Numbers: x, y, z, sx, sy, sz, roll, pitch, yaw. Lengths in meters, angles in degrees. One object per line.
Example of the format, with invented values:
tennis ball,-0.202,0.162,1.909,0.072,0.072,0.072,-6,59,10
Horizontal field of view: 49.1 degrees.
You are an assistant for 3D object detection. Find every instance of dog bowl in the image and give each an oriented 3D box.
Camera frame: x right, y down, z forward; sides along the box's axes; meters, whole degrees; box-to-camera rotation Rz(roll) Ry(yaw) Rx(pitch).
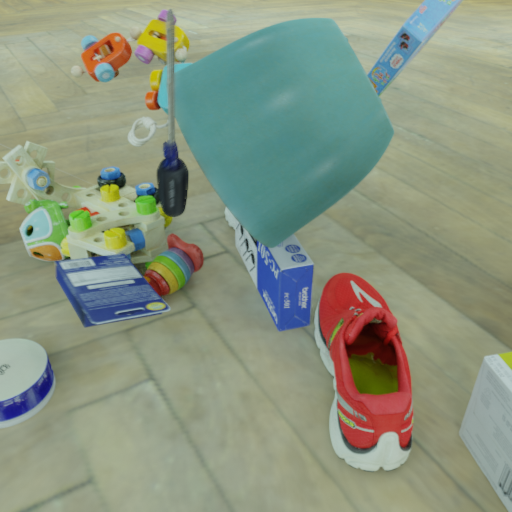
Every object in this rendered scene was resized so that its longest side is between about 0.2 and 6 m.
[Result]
dog bowl,-3.331,1.665,7.427,1.207,0.475,1.207,0,34,0

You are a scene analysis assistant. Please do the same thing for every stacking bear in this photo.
stacking bear,-1.531,0.335,9.237,0.759,0.711,1.251,26,52,26

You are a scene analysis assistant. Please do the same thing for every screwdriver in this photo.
screwdriver,-0.959,-1.404,6.051,0.384,2.636,0.368,22,52,16

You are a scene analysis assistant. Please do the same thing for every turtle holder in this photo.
turtle holder,-3.738,-0.513,10.039,0.914,1.287,0.977,-21,0,-18

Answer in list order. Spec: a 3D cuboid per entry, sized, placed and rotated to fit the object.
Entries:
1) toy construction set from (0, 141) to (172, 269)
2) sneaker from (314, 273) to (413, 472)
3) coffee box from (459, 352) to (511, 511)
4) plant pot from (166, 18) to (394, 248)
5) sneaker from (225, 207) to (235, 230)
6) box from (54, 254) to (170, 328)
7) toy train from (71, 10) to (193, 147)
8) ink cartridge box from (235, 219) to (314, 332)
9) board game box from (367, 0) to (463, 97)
toy construction set,-2.997,-0.720,10.081,2.435,1.711,3.713,-30,55,-36
sneaker,1.513,1.122,7.389,1.274,1.405,3.309,-1,34,-1
coffee box,3.323,1.947,6.187,1.365,1.380,1.378,-7,35,-10
plant pot,0.501,-1.876,7.741,2.251,2.805,2.805,-30,31,15
sneaker,-0.005,-1.675,11.668,1.237,1.304,3.239,2,36,0
box,-1.906,0.472,7.306,1.020,0.273,1.684,-7,28,-32
toy train,-1.847,-2.970,9.475,2.012,0.745,2.679,-36,65,5
ink cartridge box,0.228,-0.032,9.292,0.562,1.196,2.543,-10,35,-14
board game box,2.840,-3.920,10.044,0.473,2.582,1.953,42,78,1
